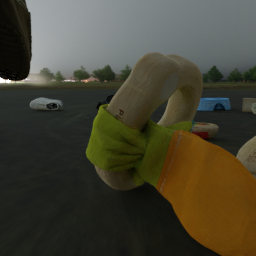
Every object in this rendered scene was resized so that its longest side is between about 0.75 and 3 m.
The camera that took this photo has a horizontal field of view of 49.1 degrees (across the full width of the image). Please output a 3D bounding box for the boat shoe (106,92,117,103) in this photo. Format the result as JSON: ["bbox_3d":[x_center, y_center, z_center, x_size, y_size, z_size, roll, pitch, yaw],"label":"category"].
[{"bbox_3d":[-0.445,-1.302,13.349,0.838,0.890,2.477,-1,11,-32],"label":"boat shoe"}]

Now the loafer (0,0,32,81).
[{"bbox_3d":[-2.294,-2.130,5.128,1.102,2.898,0.977,9,49,-1],"label":"loafer"}]

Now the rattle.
[{"bbox_3d":[0.953,0.290,3.588,2.001,1.823,2.801,15,-8,28],"label":"rattle"}]

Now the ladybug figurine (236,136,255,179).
[{"bbox_3d":[2.185,0.351,3.101,2.164,0.778,1.469,-17,10,-17],"label":"ladybug figurine"}]

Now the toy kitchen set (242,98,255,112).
[{"bbox_3d":[6.150,-1.411,12.949,1.374,1.242,1.523,5,11,29],"label":"toy kitchen set"}]

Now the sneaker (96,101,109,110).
[{"bbox_3d":[-1.306,-1.133,13.816,0.618,0.412,1.078,4,13,-19],"label":"sneaker"}]

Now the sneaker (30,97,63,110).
[{"bbox_3d":[-3.932,-1.103,13.327,1.552,0.593,0.625,-1,19,1],"label":"sneaker"}]

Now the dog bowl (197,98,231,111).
[{"bbox_3d":[4.100,-1.191,13.829,2.153,0.534,1.200,-5,11,-26],"label":"dog bowl"}]

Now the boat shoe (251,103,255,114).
[{"bbox_3d":[5.845,-0.824,11.340,0.580,0.616,1.715,-8,9,-18],"label":"boat shoe"}]

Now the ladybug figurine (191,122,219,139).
[{"bbox_3d":[1.716,0.063,6.872,0.962,0.346,0.653,4,10,24],"label":"ladybug figurine"}]
